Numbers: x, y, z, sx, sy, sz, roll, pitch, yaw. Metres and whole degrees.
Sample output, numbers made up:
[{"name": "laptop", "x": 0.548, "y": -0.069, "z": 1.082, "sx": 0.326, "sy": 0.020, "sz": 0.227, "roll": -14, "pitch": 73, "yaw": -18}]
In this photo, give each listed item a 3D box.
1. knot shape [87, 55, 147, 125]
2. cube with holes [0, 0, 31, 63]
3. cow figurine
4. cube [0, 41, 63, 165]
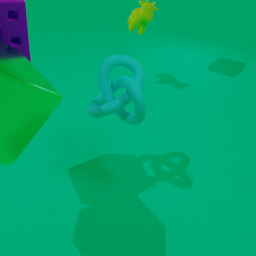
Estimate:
[{"name": "knot shape", "x": -0.168, "y": -0.778, "z": 5.496, "sx": 1.422, "sy": 1.331, "sz": 0.657, "roll": 6, "pitch": -6, "yaw": 34}, {"name": "cube with holes", "x": -2.273, "y": -1.570, "z": 4.361, "sx": 1.149, "sy": 1.149, "sz": 1.149, "roll": -14, "pitch": 47, "yaw": -26}, {"name": "cow figurine", "x": 0.420, "y": -3.474, "z": 8.598, "sx": 0.625, "sy": 1.121, "sz": 1.139, "roll": 14, "pitch": 39, "yaw": -19}, {"name": "cube", "x": -1.847, "y": -0.404, "z": 3.462, "sx": 1.219, "sy": 1.219, "sz": 1.219, "roll": 44, "pitch": 101, "yaw": 24}]
